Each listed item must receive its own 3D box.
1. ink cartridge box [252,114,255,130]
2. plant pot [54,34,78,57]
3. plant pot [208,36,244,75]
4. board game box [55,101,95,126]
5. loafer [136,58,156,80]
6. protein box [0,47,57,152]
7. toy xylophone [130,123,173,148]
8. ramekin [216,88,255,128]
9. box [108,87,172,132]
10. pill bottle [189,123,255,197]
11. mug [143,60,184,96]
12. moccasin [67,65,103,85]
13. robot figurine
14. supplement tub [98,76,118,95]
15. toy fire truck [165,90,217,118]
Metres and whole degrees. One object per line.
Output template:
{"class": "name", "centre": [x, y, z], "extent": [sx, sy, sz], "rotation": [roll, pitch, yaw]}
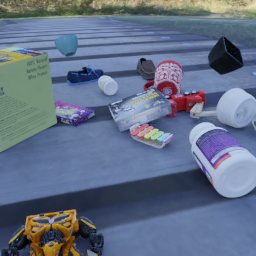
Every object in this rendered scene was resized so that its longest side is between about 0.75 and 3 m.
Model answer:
{"class": "ink cartridge box", "centre": [5.534, -0.176, 10.451], "extent": [1.383, 0.795, 2.361], "rotation": [5, 28, 10]}
{"class": "plant pot", "centre": [-2.076, -2.798, 9.684], "extent": [0.807, 0.543, 0.807], "rotation": [-17, -4, -1]}
{"class": "plant pot", "centre": [3.375, -2.453, 9.862], "extent": [0.955, 0.849, 0.957], "rotation": [28, 46, -24]}
{"class": "board game box", "centre": [-2.613, -0.650, 11.935], "extent": [2.054, 0.332, 1.233], "rotation": [14, 27, 25]}
{"class": "loafer", "centre": [1.149, -3.601, 16.791], "extent": [0.969, 0.942, 2.654], "rotation": [-11, 30, -20]}
{"class": "protein box", "centre": [-4.382, -1.144, 10.081], "extent": [1.917, 2.841, 2.820], "rotation": [16, 32, 28]}
{"class": "toy xylophone", "centre": [0.880, 0.225, 10.127], "extent": [1.589, 0.399, 1.164], "rotation": [14, 31, 25]}
{"class": "ramekin", "centre": [4.220, -0.710, 10.730], "extent": [1.484, 1.484, 0.779], "rotation": [-13, 30, -23]}
{"class": "box", "centre": [0.426, -0.789, 11.314], "extent": [2.202, 0.532, 1.744], "rotation": [-20, 30, -4]}
{"class": "pill bottle", "centre": [2.644, 0.772, 8.121], "extent": [1.302, 1.302, 2.336], "rotation": [-5, 28, -9]}
{"class": "mug", "centre": [1.836, -2.103, 13.908], "extent": [1.509, 2.007, 2.261], "rotation": [35, 31, -11]}
{"class": "moccasin", "centre": [-2.354, -3.095, 15.973], "extent": [0.958, 0.812, 2.380], "rotation": [24, 36, 37]}
{"class": "robot figurine", "centre": [-1.366, 2.588, 5.184], "extent": [2.063, 0.828, 2.846], "rotation": [-5, 28, -13]}
{"class": "supplement tub", "centre": [-1.043, -2.191, 14.277], "extent": [0.788, 0.788, 1.087], "rotation": [-11, 30, -20]}
{"class": "toy fire truck", "centre": [2.864, -0.865, 11.726], "extent": [2.777, 0.677, 1.958], "rotation": [-11, 31, -9]}
